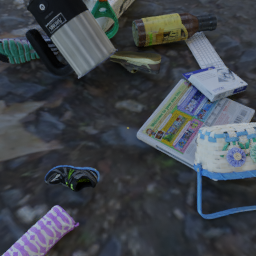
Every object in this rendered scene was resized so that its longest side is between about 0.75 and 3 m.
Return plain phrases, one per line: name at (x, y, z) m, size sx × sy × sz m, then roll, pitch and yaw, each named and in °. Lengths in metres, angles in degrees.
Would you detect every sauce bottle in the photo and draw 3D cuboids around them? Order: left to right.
sauce bottle at (1.563, -3.348, 9.330) m, size 2.773 × 0.897 × 0.897 m, roll -11°, pitch 53°, yaw -4°

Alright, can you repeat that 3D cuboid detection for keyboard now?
keyboard at (2.530, -2.345, 9.090) m, size 0.721 × 0.137 × 2.562 m, roll -10°, pitch 52°, yaw -8°

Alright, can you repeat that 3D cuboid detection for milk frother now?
milk frother at (-1.473, -2.891, 8.244) m, size 2.176 × 2.268 × 2.411 m, roll -18°, pitch 24°, yaw 45°

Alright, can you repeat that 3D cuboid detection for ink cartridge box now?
ink cartridge box at (-1.029, -5.103, 10.200) m, size 2.180 × 1.259 × 2.997 m, roll 31°, pitch 56°, yaw 0°
ink cartridge box at (2.444, -1.386, 7.938) m, size 1.339 × 0.272 × 1.341 m, roll -19°, pitch 51°, yaw -27°

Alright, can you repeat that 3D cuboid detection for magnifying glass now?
magnifying glass at (-0.765, -3.684, 8.538) m, size 1.072 × 2.694 × 0.302 m, roll -9°, pitch 64°, yaw -10°

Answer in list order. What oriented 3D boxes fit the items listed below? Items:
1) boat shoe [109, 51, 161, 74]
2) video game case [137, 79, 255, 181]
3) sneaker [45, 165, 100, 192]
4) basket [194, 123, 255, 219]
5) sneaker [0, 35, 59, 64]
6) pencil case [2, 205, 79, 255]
boat shoe at (0.161, -1.955, 8.456) m, size 1.861 × 0.612 × 0.665 m, roll 15°, pitch 31°, yaw 35°
video game case at (1.790, -0.106, 7.244) m, size 2.199 × 0.266 × 2.416 m, roll 29°, pitch 58°, yaw 20°
sneaker at (-1.209, 1.093, 5.977) m, size 1.188 × 0.421 × 0.492 m, roll 0°, pitch 34°, yaw 4°
basket at (2.149, 0.859, 5.743) m, size 1.637 × 1.856 × 1.291 m, roll -9°, pitch 10°, yaw -8°
sneaker at (-3.315, -2.624, 9.022) m, size 2.121 × 0.789 × 0.928 m, roll -6°, pitch 41°, yaw -18°
pencil case at (-1.660, 2.148, 5.247) m, size 0.626 × 0.614 × 1.464 m, roll 36°, pitch 60°, yaw 17°
